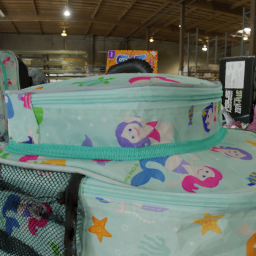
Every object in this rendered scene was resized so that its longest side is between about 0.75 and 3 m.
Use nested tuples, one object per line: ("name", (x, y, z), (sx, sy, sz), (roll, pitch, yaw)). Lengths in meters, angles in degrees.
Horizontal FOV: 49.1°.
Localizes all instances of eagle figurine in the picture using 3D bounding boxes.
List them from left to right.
("eagle figurine", (-0.248, -1.240, 8.369), (1.374, 1.367, 1.811), (5, 34, 46))

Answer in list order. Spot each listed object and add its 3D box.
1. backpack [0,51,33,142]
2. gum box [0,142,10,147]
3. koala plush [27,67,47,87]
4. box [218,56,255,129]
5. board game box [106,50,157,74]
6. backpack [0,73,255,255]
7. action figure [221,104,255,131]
("backpack", (-4.105, -0.687, 7.225), (2.833, 2.515, 2.133), (-5, 3, -2))
("gum box", (-3.501, 0.575, 6.012), (1.536, 0.342, 1.305), (0, 8, -7))
("koala plush", (-5.031, -1.164, 12.696), (2.719, 2.499, 2.411), (-31, 27, -29))
("box", (3.611, -0.831, 8.289), (1.965, 2.399, 1.033), (-8, 12, -40))
("board game box", (0.214, -2.135, 13.787), (2.341, 2.343, 2.341), (2, -24, 3))
("backpack", (0.161, 0.435, 2.658), (2.493, 1.877, 2.214), (10, 12, 28))
("action figure", (3.249, 0.100, 6.732), (2.691, 2.004, 1.802), (-29, 24, -26))
